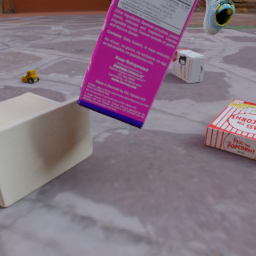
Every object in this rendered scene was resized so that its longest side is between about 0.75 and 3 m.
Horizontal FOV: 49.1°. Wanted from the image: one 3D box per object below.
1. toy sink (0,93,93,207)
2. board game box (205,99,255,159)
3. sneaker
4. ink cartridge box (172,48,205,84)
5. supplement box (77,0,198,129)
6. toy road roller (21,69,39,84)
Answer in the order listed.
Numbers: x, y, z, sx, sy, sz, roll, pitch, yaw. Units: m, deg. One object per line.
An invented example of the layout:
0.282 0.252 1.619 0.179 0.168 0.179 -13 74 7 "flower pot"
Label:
-2.303 0.231 6.613 1.473 1.713 2.628 19 34 33 "toy sink"
3.677 -0.002 8.233 1.957 0.598 2.583 17 32 30 "board game box"
3.146 -4.289 9.378 0.837 2.106 1.375 0 8 -4 "sneaker"
2.810 -2.952 13.211 0.697 1.227 1.683 -10 29 -19 "ink cartridge box"
0.109 -1.632 5.612 1.435 2.777 1.405 21 14 -13 "supplement box"
-4.499 -2.402 12.862 0.787 0.575 0.484 13 30 23 "toy road roller"
